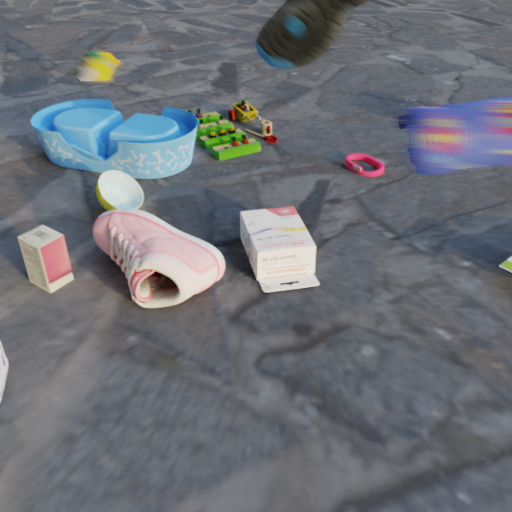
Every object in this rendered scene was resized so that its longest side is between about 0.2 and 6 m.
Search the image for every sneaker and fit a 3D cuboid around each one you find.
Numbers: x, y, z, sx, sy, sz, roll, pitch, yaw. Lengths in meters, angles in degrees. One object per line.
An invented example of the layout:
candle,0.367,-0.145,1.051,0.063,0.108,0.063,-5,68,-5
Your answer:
sneaker,1.254,-4.632,10.305,3.047,1.116,1.248,-29,32,38
sneaker,-1.764,0.028,8.416,2.366,0.890,1.237,20,34,20

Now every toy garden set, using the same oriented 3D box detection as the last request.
toy garden set,-0.532,-3.137,13.401,1.998,0.478,2.397,-18,38,-24

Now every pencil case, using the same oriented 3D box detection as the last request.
pencil case,3.011,-1.520,6.999,2.309,0.901,1.003,-6,-10,4

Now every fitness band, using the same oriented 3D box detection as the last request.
fitness band,2.308,-1.943,11.967,0.652,0.170,0.908,-16,39,-26

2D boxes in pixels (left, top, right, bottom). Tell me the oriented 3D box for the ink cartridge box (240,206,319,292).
ink cartridge box,0.364,-0.142,8.976,0.963,0.558,1.654,-8,35,-11

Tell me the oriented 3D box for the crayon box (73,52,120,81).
crayon box,-3.250,-3.869,11.475,0.229,0.572,0.901,48,29,5

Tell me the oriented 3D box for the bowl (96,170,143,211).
bowl,-2.584,-1.076,10.304,0.896,0.482,0.896,25,46,-28

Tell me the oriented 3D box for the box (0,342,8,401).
box,-4.689,1.067,5.985,3.360,1.960,1.010,-6,35,-10

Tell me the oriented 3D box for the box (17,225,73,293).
box,-3.165,0.044,8.454,0.535,0.837,0.456,22,40,29

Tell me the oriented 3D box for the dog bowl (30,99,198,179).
dog bowl,-3.028,-2.548,12.173,3.689,0.914,2.056,11,36,15

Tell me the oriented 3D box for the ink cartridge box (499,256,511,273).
ink cartridge box,4.284,0.255,8.538,1.077,0.408,0.796,-26,43,-31
